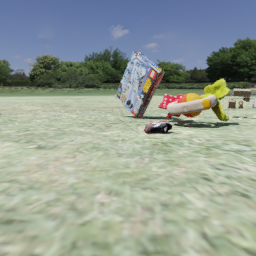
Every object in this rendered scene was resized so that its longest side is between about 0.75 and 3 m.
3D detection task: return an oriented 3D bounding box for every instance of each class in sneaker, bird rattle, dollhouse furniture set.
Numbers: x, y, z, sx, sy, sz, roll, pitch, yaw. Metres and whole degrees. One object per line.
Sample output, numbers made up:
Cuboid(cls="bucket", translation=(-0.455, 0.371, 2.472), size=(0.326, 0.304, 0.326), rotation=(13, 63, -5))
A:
Cuboid(cls="sneaker", translation=(0.837, 0.000, 7.515), size=(0.828, 0.293, 0.404), rotation=(-12, 23, -24))
Cuboid(cls="bird rattle", translation=(2.079, -0.861, 9.302), size=(2.453, 1.382, 2.000), rotation=(1, 11, 26))
Cuboid(cls="dollhouse furniture set", translation=(4.485, -1.313, 11.302), size=(0.802, 0.843, 0.687), rotation=(5, 39, 18))

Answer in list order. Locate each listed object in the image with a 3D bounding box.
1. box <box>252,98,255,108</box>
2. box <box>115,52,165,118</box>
Cuboid(cls="box", translation=(4.378, -0.507, 7.854), size=(1.527, 0.369, 1.209), rotation=(19, 11, 14))
Cuboid(cls="box", translation=(0.403, -1.684, 11.064), size=(0.434, 2.175, 1.489), rotation=(-14, 51, -43))
